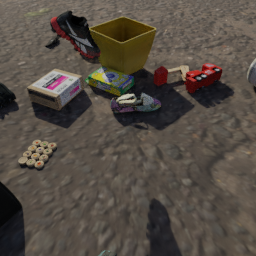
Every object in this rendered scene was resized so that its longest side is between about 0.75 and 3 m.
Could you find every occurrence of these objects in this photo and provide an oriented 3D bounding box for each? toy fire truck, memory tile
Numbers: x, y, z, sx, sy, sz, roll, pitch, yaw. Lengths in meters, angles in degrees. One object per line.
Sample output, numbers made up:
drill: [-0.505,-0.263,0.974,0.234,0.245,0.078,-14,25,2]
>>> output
toy fire truck: [2.305,-2.033,10.780,2.285,0.557,1.611,-27,48,-27]
memory tile: [-2.565,0.722,7.977,0.760,0.083,0.992,11,43,12]

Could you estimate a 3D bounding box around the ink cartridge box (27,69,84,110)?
ink cartridge box: [-2.554,-1.425,10.055,1.306,0.596,1.586,17,43,20]

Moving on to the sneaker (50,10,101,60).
sneaker: [-1.218,-2.457,7.418,0.789,1.616,0.571,-30,44,28]

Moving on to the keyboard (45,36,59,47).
keyboard: [-3.620,-4.180,13.604,0.528,0.201,1.014,-12,38,22]

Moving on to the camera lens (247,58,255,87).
camera lens: [5.284,-1.869,9.981,1.359,1.359,1.700,-22,47,-24]

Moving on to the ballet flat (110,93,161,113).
ballet flat: [0.278,-0.873,9.398,1.750,0.623,0.605,-5,44,-6]

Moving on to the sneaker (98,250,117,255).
sneaker: [-0.594,2.792,5.460,0.374,0.356,0.944,13,33,29]

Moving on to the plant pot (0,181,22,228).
plant pot: [-3.505,1.528,6.117,1.486,1.321,1.490,24,45,24]

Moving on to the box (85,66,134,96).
box: [-0.733,-1.849,10.696,1.711,0.414,1.004,22,45,25]

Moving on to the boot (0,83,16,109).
boot: [-4.634,-1.084,9.807,1.200,0.444,0.983,33,52,29]

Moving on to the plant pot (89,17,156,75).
plant pot: [-0.207,-3.175,11.237,1.909,1.684,1.909,-33,51,-32]
